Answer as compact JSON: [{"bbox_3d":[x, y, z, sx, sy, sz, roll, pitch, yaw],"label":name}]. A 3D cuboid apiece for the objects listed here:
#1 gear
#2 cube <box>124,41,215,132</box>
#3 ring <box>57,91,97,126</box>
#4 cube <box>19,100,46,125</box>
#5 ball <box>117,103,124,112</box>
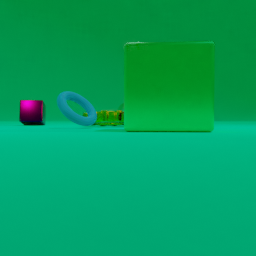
[{"bbox_3d":[-0.547,-0.273,8.501,1.628,0.301,1.628,-1,-4,0],"label":"gear"},{"bbox_3d":[0.684,-0.655,4.966,1.391,1.391,1.391,0,2,5],"label":"cube"},{"bbox_3d":[-1.222,-0.474,6.773,0.215,1.076,1.076,-47,-24,26],"label":"ring"},{"bbox_3d":[-3.539,-0.559,10.445,0.807,0.807,0.807,0,-9,-9],"label":"cube"},{"bbox_3d":[-0.014,-0.558,10.297,0.793,0.793,0.793,0,1,0],"label":"ball"}]
